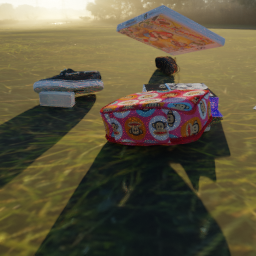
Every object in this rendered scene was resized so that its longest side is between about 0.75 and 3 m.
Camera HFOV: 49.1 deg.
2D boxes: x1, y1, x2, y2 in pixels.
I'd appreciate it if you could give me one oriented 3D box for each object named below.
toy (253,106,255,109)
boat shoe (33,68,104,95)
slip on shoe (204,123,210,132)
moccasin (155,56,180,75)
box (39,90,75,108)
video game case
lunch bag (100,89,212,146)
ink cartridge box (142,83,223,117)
[{"bbox_3d":[4.952,-0.745,9.784,0.938,0.222,0.540,18,29,36],"label":"toy"},{"bbox_3d":[-2.333,-1.830,11.038,2.769,0.882,0.979,-7,-15,-28],"label":"boat shoe"},{"bbox_3d":[1.808,-0.049,7.982,1.298,0.393,0.494,-10,26,-22],"label":"slip on shoe"},{"bbox_3d":[2.216,-3.405,15.064,1.025,0.971,2.654,-11,15,-4],"label":"moccasin"},{"bbox_3d":[-2.574,-1.061,10.169,1.219,0.501,0.417,5,24,9],"label":"box"},{"bbox_3d":[1.266,-2.861,8.638,2.523,0.289,2.296,12,-2,-33],"label":"video game case"},{"bbox_3d":[0.831,-0.435,7.563,2.678,1.097,2.359,1,22,31],"label":"lunch bag"},{"bbox_3d":[1.861,-1.064,10.126,2.498,0.547,2.521,-1,25,-3],"label":"ink cartridge box"}]
